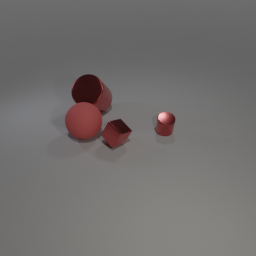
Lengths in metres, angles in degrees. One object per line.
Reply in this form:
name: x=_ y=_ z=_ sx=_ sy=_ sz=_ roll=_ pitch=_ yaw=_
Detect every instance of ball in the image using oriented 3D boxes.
ball: x=-1.674 y=-0.273 z=10.623 sx=1.400 sy=1.400 sz=1.400 roll=0 pitch=31 yaw=0

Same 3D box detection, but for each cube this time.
cube: x=-0.421 y=0.180 z=10.243 sx=0.700 sy=0.700 sz=0.700 roll=46 pitch=34 yaw=21

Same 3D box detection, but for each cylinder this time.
cylinder: x=-1.531 y=-1.435 z=12.124 sx=1.400 sy=1.400 sz=1.400 roll=9 pitch=-8 yaw=15
cylinder: x=1.474 y=-0.152 z=11.018 sx=0.700 sy=0.700 sz=0.700 roll=1 pitch=50 yaw=-1
